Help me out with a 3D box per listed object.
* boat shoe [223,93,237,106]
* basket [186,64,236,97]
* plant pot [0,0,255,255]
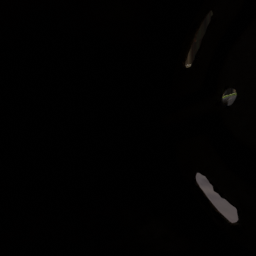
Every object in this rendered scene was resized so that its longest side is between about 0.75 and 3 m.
[{"bbox_3d":[1.046,0.037,2.411,0.593,0.702,1.970,-5,-1,-17],"label":"boat shoe"},{"bbox_3d":[1.890,-0.728,7.105,1.506,1.655,2.442,-4,3,5],"label":"basket"},{"bbox_3d":[-0.158,-0.214,0.466,1.570,1.586,1.586,7,0,-29],"label":"plant pot"}]
